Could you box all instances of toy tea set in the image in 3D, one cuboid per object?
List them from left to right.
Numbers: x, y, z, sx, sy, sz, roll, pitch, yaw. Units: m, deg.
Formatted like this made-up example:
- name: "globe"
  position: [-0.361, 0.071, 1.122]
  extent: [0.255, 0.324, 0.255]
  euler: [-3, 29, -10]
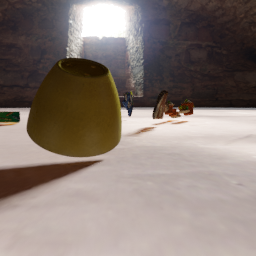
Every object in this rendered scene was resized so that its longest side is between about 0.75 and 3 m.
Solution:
- name: "toy tea set"
  position: [2.019, -0.852, 11.304]
  extent: [1.072, 0.667, 1.802]
  euler: [-11, -8, 23]

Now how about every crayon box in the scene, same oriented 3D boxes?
- name: "crayon box"
  position: [-4.323, -0.349, 9.432]
  extent: [1.265, 0.368, 0.751]
  euler: [-2, -1, -23]

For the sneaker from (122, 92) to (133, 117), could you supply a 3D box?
- name: "sneaker"
  position: [-0.011, -1.006, 11.932]
  extent: [0.445, 1.083, 0.400]
  euler: [-3, 10, 3]

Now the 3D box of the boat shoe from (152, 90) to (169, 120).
- name: "boat shoe"
  position: [1.063, -0.696, 8.617]
  extent: [0.396, 1.104, 0.418]
  euler: [12, 45, -6]

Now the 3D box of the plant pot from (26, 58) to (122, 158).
- name: "plant pot"
  position: [-0.661, -0.381, 3.766]
  extent: [1.327, 0.942, 1.327]
  euler: [9, 30, -6]
